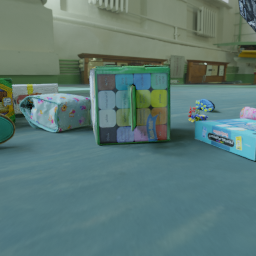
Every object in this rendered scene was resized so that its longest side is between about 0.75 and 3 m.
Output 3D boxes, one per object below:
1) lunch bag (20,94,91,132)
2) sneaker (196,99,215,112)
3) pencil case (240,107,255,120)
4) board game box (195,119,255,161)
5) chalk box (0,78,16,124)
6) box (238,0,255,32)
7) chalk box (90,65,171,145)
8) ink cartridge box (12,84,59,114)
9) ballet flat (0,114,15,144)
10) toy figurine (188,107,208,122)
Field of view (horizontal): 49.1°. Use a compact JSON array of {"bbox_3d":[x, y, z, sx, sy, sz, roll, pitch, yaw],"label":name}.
[{"bbox_3d":[-1.994,-0.489,7.711,1.570,0.958,1.338,13,17,32],"label":"lunch bag"},{"bbox_3d":[3.206,-0.958,11.367,0.593,0.507,1.430,-7,8,-3],"label":"sneaker"},{"bbox_3d":[3.668,-0.304,7.831,0.539,0.539,1.233,-2,10,-10],"label":"pencil case"},{"bbox_3d":[2.413,0.162,5.601,1.363,0.424,1.805,-4,11,-18],"label":"board game box"},{"bbox_3d":[-4.419,-0.670,7.605,1.339,1.329,2.145,7,13,37],"label":"chalk box"},{"bbox_3d":[2.607,-2.288,4.685,0.681,2.157,2.736,-31,-29,14],"label":"box"},{"bbox_3d":[0.016,-0.578,6.355,1.622,1.630,2.619,-2,12,-10],"label":"chalk box"},{"bbox_3d":[-3.878,-1.048,10.204,2.416,1.008,1.754,-6,7,-27],"label":"ink cartridge box"},{"bbox_3d":[-3.381,0.076,5.233,2.320,0.796,0.731,-6,2,-33],"label":"ballet flat"},{"bbox_3d":[2.235,-0.379,8.545,0.524,0.461,0.874,4,11,-9],"label":"toy figurine"}]
